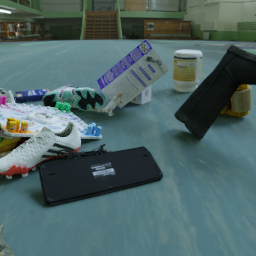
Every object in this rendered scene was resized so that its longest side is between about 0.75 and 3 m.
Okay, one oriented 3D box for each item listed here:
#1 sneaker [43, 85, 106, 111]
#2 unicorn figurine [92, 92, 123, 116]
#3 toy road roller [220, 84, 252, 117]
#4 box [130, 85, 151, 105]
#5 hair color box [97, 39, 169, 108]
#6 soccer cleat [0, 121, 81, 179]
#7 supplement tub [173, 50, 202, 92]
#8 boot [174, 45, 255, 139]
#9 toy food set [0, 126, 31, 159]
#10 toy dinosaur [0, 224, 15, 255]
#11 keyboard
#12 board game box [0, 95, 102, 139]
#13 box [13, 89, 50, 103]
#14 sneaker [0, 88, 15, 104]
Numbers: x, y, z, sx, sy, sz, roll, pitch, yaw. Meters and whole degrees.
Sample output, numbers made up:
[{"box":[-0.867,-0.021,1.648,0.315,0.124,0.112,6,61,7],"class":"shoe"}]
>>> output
[{"box":[-2.212,-1.464,12.252,2.632,1.023,1.841,2,23,3],"class":"sneaker"},{"box":[-0.707,-0.876,11.112,1.416,0.523,0.972,-36,21,-3],"class":"unicorn figurine"},{"box":[3.586,-1.102,11.069,1.592,1.341,2.181,-29,29,-29],"class":"toy road roller"},{"box":[0.227,-1.779,13.069,1.606,0.999,0.783,17,27,35],"class":"box"},{"box":[0.203,-2.166,11.507,2.625,1.435,0.851,-36,47,14],"class":"hair color box"},{"box":[-2.352,0.499,7.326,2.469,1.051,0.847,-17,27,-36],"class":"soccer cleat"},{"box":[3.105,-3.022,14.788,1.455,2.015,1.455,0,23,0],"class":"supplement tub"},{"box":[2.951,-0.878,8.571,0.956,2.913,2.401,31,17,-29],"class":"boot"},{"box":[-3.766,0.213,8.585,2.609,0.641,2.635,17,27,36],"class":"toy food set"},{"box":[-2.156,2.020,4.586,0.554,0.299,1.258,2,16,-38],"class":"toy dinosaur"},{"box":[-0.681,1.088,6.921,2.862,0.567,1.490,-8,46,-21],"class":"keyboard"},{"box":[-2.760,-0.407,9.224,2.968,0.384,2.968,3,19,-38],"class":"board game box"},{"box":[-4.695,-1.549,13.458,1.894,0.307,1.147,-11,24,-22],"class":"box"},{"box":[-5.742,-1.378,12.323,1.656,0.825,0.620,3,23,12],"class":"sneaker"}]
